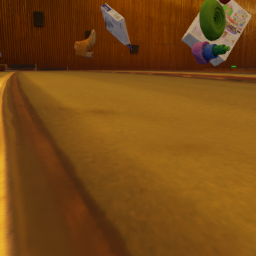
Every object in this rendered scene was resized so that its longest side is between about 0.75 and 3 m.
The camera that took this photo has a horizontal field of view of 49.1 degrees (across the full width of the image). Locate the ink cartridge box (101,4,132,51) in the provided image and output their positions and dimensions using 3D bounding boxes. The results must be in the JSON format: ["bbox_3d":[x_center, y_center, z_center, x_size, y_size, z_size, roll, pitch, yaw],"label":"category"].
[{"bbox_3d":[-0.460,-3.916,11.050,0.304,1.499,1.496,-32,53,-8],"label":"ink cartridge box"}]

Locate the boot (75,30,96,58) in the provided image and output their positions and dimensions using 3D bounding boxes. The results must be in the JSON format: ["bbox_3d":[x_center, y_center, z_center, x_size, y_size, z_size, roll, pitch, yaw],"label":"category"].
[{"bbox_3d":[-1.825,-3.578,11.790,0.858,1.198,0.422,17,22,16],"label":"boot"}]

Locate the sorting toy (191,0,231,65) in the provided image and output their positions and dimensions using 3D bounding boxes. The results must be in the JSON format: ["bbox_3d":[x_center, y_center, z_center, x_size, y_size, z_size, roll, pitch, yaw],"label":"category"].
[{"bbox_3d":[1.191,-1.381,3.278,0.487,1.415,0.491,5,-23,47],"label":"sorting toy"}]

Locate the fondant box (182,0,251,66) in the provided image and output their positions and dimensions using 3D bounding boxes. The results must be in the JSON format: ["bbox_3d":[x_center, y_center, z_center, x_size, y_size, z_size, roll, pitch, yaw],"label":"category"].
[{"bbox_3d":[2.137,-2.409,6.734,1.074,1.489,0.434,35,-13,-8],"label":"fondant box"}]
